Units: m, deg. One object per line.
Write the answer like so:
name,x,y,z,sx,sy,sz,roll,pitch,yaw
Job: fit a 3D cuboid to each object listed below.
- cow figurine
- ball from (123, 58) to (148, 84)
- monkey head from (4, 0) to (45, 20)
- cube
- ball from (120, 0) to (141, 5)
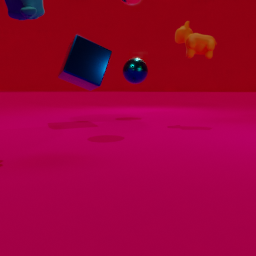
cow figurine,2.216,-2.885,9.181,1.353,0.742,1.331,7,53,9
ball,0.295,-2.283,11.235,1.024,1.024,1.024,0,8,0
monkey head,-1.855,-2.296,5.032,1.074,0.647,0.773,-13,22,-20
cube,-1.491,-2.159,9.550,1.291,1.291,1.291,20,-7,-20
ball,0.076,-3.876,7.770,0.854,0.854,0.854,0,8,0
